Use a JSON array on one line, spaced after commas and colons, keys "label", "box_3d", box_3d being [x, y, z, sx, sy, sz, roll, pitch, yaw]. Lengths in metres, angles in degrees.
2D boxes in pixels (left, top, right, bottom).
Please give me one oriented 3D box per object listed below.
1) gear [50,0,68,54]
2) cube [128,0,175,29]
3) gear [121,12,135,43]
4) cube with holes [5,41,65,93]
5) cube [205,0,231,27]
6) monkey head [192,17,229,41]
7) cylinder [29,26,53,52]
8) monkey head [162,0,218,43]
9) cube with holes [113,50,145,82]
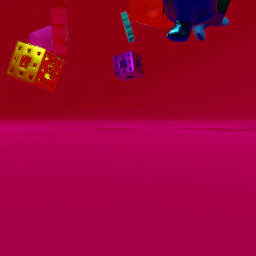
[{"label": "gear", "box_3d": [-1.665, -2.681, 6.678, 0.326, 1.763, 1.763, -4, 3, -14]}, {"label": "cube", "box_3d": [0.849, -3.279, 6.920, 1.223, 1.223, 1.223, -24, 42, -33]}, {"label": "gear", "box_3d": [-0.009, -3.998, 11.138, 0.212, 1.146, 1.146, -17, 1, 3]}, {"label": "cube with holes", "box_3d": [-3.133, -2.052, 9.555, 1.176, 1.176, 1.176, 20, 1, 18]}, {"label": "cube", "box_3d": [2.185, -3.169, 7.188, 0.729, 0.729, 0.729, 20, -4, 7]}, {"label": "monkey head", "box_3d": [2.504, -3.493, 8.779, 1.106, 1.321, 1.836, -21, -30, 35]}, {"label": "cylinder", "box_3d": [-3.164, -3.356, 10.727, 0.852, 0.852, 0.852, 2, 33, 47]}, {"label": "monkey head", "box_3d": [1.175, -2.527, 5.698, 1.896, 1.364, 1.142, 13, -31, 27]}, {"label": "cube with holes", "box_3d": [0.028, -2.531, 11.530, 0.901, 0.901, 0.901, -11, -7, 30]}]
